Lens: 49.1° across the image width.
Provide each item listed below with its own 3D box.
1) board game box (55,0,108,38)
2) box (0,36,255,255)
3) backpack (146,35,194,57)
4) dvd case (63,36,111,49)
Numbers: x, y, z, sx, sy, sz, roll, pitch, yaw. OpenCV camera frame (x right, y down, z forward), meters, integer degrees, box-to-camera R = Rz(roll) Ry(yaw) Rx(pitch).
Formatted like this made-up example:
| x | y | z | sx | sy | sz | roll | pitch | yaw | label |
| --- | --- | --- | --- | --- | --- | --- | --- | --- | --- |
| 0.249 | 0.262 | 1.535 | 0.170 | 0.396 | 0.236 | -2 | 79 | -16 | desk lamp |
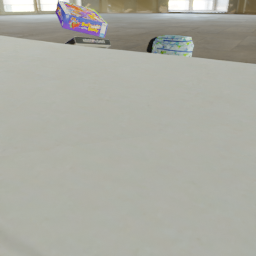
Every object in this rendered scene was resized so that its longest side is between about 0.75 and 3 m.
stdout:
| x | y | z | sx | sy | sz | roll | pitch | yaw | label |
| --- | --- | --- | --- | --- | --- | --- | --- | --- | --- |
| -1.317 | -3.017 | 7.672 | 1.118 | 0.372 | 1.663 | 5 | 32 | -25 | board game box |
| -0.651 | 1.323 | 1.052 | 2.889 | 2.903 | 2.487 | 13 | 32 | 26 | box |
| 2.163 | -3.850 | 13.452 | 1.942 | 1.493 | 1.584 | 33 | 25 | 27 | backpack |
| -2.133 | -2.655 | 10.369 | 2.543 | 0.315 | 1.911 | -18 | 2 | 36 | dvd case |
